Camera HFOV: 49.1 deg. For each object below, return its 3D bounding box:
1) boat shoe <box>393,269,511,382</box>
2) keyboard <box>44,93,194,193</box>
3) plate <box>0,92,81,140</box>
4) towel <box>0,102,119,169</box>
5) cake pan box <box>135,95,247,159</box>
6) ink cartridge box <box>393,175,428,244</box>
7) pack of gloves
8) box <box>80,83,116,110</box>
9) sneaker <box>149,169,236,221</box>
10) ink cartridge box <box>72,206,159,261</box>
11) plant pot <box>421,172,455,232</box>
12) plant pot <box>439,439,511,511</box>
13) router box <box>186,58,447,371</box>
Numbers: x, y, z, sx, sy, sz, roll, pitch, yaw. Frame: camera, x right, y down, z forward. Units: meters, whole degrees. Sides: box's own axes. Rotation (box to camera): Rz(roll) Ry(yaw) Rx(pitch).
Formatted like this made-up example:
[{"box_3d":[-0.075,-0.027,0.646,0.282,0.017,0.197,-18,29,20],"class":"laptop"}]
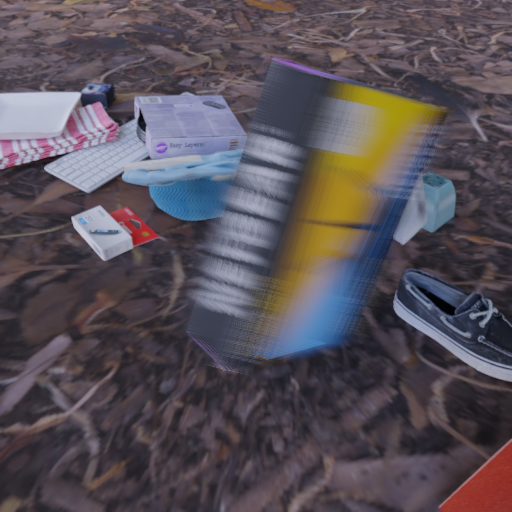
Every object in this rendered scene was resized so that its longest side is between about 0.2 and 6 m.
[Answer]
[{"box_3d":[3.009,0.893,7.870,0.827,0.781,2.305,-30,48,-32],"class":"boat shoe"},{"box_3d":[-2.564,-2.727,12.787,1.306,0.247,4.641,23,44,25],"class":"keyboard"},{"box_3d":[-5.192,-3.146,12.726,2.094,0.338,2.089,-1,40,-1],"class":"plate"},{"box_3d":[-4.586,-2.788,12.528,2.726,0.408,1.995,-20,36,-18],"class":"towel"},{"box_3d":[-1.539,-2.921,12.501,2.223,0.581,2.047,-7,40,-21],"class":"cake pan box"},{"box_3d":[2.099,-0.604,8.386,0.252,1.006,1.159,26,42,-13],"class":"ink cartridge box"},{"box_3d":[-0.491,-1.510,10.398,3.853,0.760,3.237,-9,15,-8],"class":"pack of gloves"},{"box_3d":[-4.046,-4.096,14.338,0.693,0.427,0.687,4,40,6],"class":"box"},{"box_3d":[-0.731,-1.220,10.495,2.565,0.981,1.036,5,18,10],"class":"sneaker"},{"box_3d":[-2.524,-0.516,10.025,1.095,0.278,1.243,-27,46,-28],"class":"ink cartridge box"},{"box_3d":[3.175,-1.060,10.283,0.782,0.799,0.784,-32,49,-33],"class":"plant pot"},{"box_3d":[3.514,2.349,5.125,2.276,2.274,2.006,-20,55,-23],"class":"plant pot"},{"box_3d":[0.750,-0.403,6.800,2.511,3.366,0.860,-5,31,-46],"class":"router box"}]
